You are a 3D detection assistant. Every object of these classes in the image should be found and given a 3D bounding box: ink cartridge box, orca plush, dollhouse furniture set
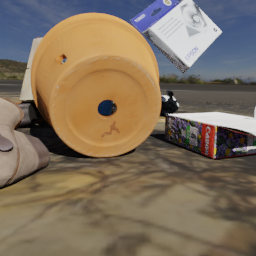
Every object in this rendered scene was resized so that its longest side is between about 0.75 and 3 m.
[{"bbox_3d":[2.037,0.147,5.696,1.475,0.682,2.707,-4,11,-22],"label":"ink cartridge box"},{"bbox_3d":[1.416,-2.857,7.884,2.058,2.062,0.419,-48,1,-30],"label":"ink cartridge box"},{"bbox_3d":[1.473,-0.925,11.606,2.463,1.296,0.875,26,24,-54],"label":"orca plush"},{"bbox_3d":[-1.410,-1.499,9.104,2.984,2.091,2.103,6,-9,18],"label":"dollhouse furniture set"}]

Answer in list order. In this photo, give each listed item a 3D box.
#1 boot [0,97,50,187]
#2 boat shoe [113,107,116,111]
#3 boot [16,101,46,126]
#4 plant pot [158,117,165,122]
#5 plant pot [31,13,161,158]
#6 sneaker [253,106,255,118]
[{"bbox_3d":[-2.408,-0.027,4.133,2.567,0.902,1.877,29,7,26],"label":"boot"},{"bbox_3d":[-0.356,-0.969,13.957,0.782,0.277,0.271,-17,17,-31],"label":"boat shoe"},{"bbox_3d":[-4.301,-0.397,9.445,2.792,0.956,2.629,-7,18,1],"label":"boot"},{"bbox_3d":[1.190,-0.320,10.367,0.786,0.108,0.786,0,10,0],"label":"plant pot"},{"bbox_3d":[-0.540,-0.733,5.592,2.818,2.818,1.973,-2,25,-13],"label":"plant pot"},{"bbox_3d":[4.433,-0.311,8.067,1.233,0.805,2.204,5,9,35],"label":"sneaker"}]
